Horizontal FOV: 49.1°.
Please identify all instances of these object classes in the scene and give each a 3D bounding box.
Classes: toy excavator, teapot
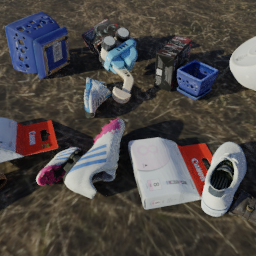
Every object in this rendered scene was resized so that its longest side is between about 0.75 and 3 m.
[{"bbox_3d":[-0.229,-2.584,11.729,2.476,1.272,2.546,-40,80,-25],"label":"toy excavator"},{"bbox_3d":[5.773,-2.454,11.623,2.797,2.042,2.760,-46,30,-16],"label":"teapot"}]

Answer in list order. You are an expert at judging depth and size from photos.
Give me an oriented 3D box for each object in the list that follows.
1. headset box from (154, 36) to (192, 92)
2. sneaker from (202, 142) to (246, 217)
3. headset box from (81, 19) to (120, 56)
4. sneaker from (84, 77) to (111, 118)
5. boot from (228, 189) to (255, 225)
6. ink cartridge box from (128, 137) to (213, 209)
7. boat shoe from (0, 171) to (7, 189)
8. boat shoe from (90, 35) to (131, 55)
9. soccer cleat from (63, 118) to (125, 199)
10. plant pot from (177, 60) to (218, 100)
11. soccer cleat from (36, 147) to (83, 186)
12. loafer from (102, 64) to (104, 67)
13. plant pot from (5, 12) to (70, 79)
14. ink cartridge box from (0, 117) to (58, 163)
[{"bbox_3d":[2.019,-2.885,12.282,0.853,1.643,2.208,22,46,23],"label":"headset box"},{"bbox_3d":[2.891,1.200,8.070,1.051,1.018,2.877,17,41,17],"label":"sneaker"},{"bbox_3d":[-1.171,-4.395,13.673,1.604,0.833,2.156,-34,46,-8],"label":"headset box"},{"bbox_3d":[-1.204,-1.265,11.091,1.027,0.889,2.371,2,42,-5],"label":"sneaker"},{"bbox_3d":[3.622,2.080,7.536,1.368,0.544,1.572,33,54,31],"label":"boot"},{"bbox_3d":[1.525,1.170,8.501,2.695,0.769,2.190,-10,43,-6],"label":"ink cartridge box"},{"bbox_3d":[-4.263,1.851,7.641,0.747,0.788,2.082,24,49,22],"label":"boat shoe"},{"bbox_3d":[-0.844,-4.248,14.508,2.228,0.722,0.801,-25,45,0],"label":"boat shoe"},{"bbox_3d":[-0.707,0.910,8.657,1.285,1.039,2.975,32,51,11],"label":"soccer cleat"},{"bbox_3d":[2.800,-1.926,11.589,1.254,1.127,1.254,-32,51,-31],"label":"plant pot"},{"bbox_3d":[-2.147,1.161,8.648,0.726,0.587,1.681,14,40,45],"label":"soccer cleat"},{"bbox_3d":[-0.666,-3.535,13.811,0.614,0.554,1.623,26,50,22],"label":"loafer"},{"bbox_3d":[-3.940,-3.700,12.854,1.989,2.212,2.212,29,48,21],"label":"plant pot"},{"bbox_3d":[-3.967,0.236,9.070,2.983,0.851,2.425,-18,29,-13],"label":"ink cartridge box"}]
